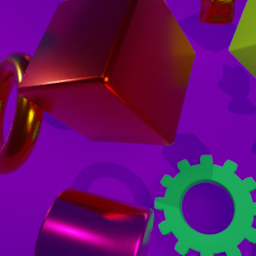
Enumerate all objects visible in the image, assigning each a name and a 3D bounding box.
[{"bbox_3d":[1.843,-2.706,5.690,0.822,1.473,1.497,5,80,9],"label":"cow figurine"},{"bbox_3d":[-1.746,-0.224,4.109,0.362,1.808,1.808,11,54,-43],"label":"ring"},{"bbox_3d":[1.185,1.186,4.202,1.513,0.280,1.513,-6,68,16],"label":"gear"},{"bbox_3d":[-0.254,0.992,2.411,0.795,0.795,0.795,12,64,13],"label":"cylinder"},{"bbox_3d":[-0.161,-0.635,3.107,1.247,1.247,1.247,1,64,38],"label":"cube"},{"bbox_3d":[2.545,-1.498,4.543,1.094,1.094,1.094,32,75,-28],"label":"cube"}]
